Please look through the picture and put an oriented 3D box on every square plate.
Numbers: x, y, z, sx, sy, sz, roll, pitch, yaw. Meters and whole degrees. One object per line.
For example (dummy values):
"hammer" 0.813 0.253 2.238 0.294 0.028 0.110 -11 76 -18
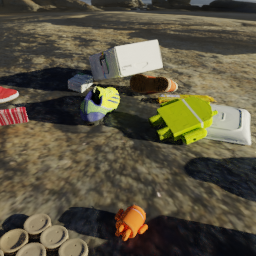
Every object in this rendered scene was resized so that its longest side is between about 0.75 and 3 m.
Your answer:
"square plate" 2.955 -0.305 9.643 2.437 0.347 2.414 10 29 18

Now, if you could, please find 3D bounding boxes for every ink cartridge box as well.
"ink cartridge box" -2.146 -2.053 12.630 0.746 0.422 1.017 19 37 14
"ink cartridge box" -0.184 -3.024 12.753 2.159 1.252 2.982 -18 14 -25

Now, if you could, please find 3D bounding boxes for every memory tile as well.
"memory tile" -1.861 2.389 4.765 1.606 0.176 2.095 19 34 31

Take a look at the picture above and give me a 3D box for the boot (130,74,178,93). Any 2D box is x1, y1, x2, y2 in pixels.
"boot" 1.115 -1.904 12.378 2.142 0.804 1.148 14 11 35

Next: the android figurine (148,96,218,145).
"android figurine" 1.794 -0.327 8.985 2.140 0.439 1.948 -21 44 -9

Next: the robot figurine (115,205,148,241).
"robot figurine" 0.064 1.844 5.508 0.553 0.448 0.768 -7 22 35

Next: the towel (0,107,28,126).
"towel" -4.202 -0.312 8.669 2.036 0.229 1.472 -8 -10 -18

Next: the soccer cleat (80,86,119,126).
"soccer cleat" -0.932 -1.078 10.233 0.874 1.130 2.702 8 29 15

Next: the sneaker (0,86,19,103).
"sneaker" -5.675 -1.695 11.211 2.309 1.298 0.822 -4 28 -7

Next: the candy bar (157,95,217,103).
"candy bar" 2.346 -1.175 11.343 2.398 0.266 0.598 0 24 2
